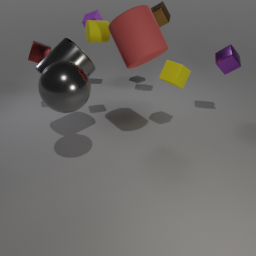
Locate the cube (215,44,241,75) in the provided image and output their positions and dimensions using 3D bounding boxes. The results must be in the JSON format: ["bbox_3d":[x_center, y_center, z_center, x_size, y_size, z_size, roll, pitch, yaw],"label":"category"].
[{"bbox_3d":[3.911,-2.672,10.966,0.700,0.700,0.700,-26,38,39],"label":"cube"}]

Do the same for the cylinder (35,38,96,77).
[{"bbox_3d":[-2.022,-1.940,9.144,1.400,1.400,1.400,-47,43,-5],"label":"cylinder"}]

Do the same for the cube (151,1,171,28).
[{"bbox_3d":[1.268,-4.626,11.549,0.700,0.700,0.700,-20,34,30],"label":"cube"}]

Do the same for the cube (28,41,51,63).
[{"bbox_3d":[-3.449,-2.929,10.941,0.700,0.700,0.700,15,18,-22],"label":"cube"}]

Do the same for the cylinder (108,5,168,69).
[{"bbox_3d":[0.313,-2.740,8.547,1.400,1.400,1.400,-26,4,2],"label":"cylinder"}]

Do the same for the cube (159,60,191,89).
[{"bbox_3d":[1.672,-1.909,9.993,0.700,0.700,0.700,30,10,38],"label":"cube"}]

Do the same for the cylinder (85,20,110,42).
[{"bbox_3d":[-1.024,-3.238,9.403,0.700,0.700,0.700,-6,30,-19],"label":"cylinder"}]

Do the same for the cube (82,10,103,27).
[{"bbox_3d":[-1.587,-4.833,12.831,0.700,0.700,0.700,-11,47,22],"label":"cube"}]

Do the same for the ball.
[{"bbox_3d":[-1.717,-1.110,7.648,1.400,1.400,1.400,0,30,0],"label":"ball"}]
